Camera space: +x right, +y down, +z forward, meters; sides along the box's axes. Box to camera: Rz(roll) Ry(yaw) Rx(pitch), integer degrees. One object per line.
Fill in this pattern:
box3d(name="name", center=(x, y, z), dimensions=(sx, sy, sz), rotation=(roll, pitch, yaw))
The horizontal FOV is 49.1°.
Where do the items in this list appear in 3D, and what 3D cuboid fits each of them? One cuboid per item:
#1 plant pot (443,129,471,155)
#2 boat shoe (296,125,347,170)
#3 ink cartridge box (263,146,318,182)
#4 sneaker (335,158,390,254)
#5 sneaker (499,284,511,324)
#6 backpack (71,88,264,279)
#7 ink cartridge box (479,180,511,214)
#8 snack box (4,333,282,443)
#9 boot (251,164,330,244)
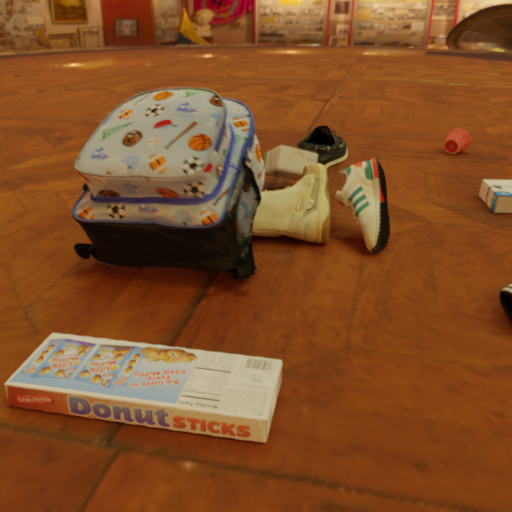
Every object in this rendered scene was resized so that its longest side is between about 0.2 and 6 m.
box3d(name="plant pot", center=(6.207, -3.516, 17.441), dimensions=(0.727, 0.727, 0.643), rotation=(20, 42, 35))
box3d(name="boat shoe", center=(1.906, -3.271, 16.448), dimensions=(1.188, 1.054, 3.178), rotation=(15, 30, 28))
box3d(name="ink cartridge box", center=(0.819, -2.297, 14.041), dimensions=(1.016, 0.612, 1.399), rotation=(10, -2, -15))
box3d(name="sneaker", center=(2.156, -0.983, 11.521), dimensions=(0.997, 0.751, 2.132), rotation=(-9, 64, 25))
box3d(name="sneaker", center=(4.742, 0.963, 8.306), dimensions=(1.408, 0.924, 2.448), rotation=(-23, 25, -22))
box3d(name="backpack", center=(-1.445, -1.531, 10.278), dimensions=(3.527, 2.717, 3.359), rotation=(7, 46, 12))
box3d(name="ink cartridge box", center=(5.934, -1.420, 13.346), dimensions=(0.835, 0.489, 1.140), rotation=(1, 28, 2))
box3d(name="snack box", center=(-1.396, 1.629, 7.227), dimensions=(3.337, 0.406, 1.200), rotation=(5, 27, 10))
box3d(name="boot", center=(0.494, -1.229, 12.289), dimensions=(2.155, 1.009, 2.772), rotation=(1, 38, 2))
